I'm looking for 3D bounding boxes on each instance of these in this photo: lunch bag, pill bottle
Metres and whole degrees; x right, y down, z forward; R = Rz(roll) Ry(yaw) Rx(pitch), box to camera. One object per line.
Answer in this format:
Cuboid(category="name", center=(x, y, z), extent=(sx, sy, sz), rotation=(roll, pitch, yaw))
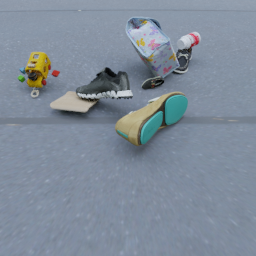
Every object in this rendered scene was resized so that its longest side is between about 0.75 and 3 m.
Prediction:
Cuboid(category="lunch bag", center=(0.895, -3.202, 10.789), extent=(1.321, 1.762, 2.078), rotation=(-38, 59, 5))
Cuboid(category="pill bottle", center=(2.610, -3.735, 12.075), extent=(1.014, 0.569, 0.569), rotation=(-30, 45, -30))

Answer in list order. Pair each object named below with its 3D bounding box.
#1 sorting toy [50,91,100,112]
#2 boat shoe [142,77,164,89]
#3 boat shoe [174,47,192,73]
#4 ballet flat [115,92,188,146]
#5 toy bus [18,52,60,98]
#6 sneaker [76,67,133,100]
Cuboid(category="sorting toy", center=(-1.719, -0.850, 9.333), extent=(1.285, 0.253, 1.388), rotation=(7, 27, 11))
Cuboid(category="boat shoe", center=(0.940, -1.669, 10.489), extent=(0.910, 0.333, 0.285), rotation=(-22, 43, -18))
Cuboid(category="boat shoe", center=(2.384, -3.052, 12.137), extent=(0.784, 0.640, 2.121), rotation=(22, 40, 9))
Cuboid(category="ballet flat", center=(0.729, -0.445, 7.973), extent=(0.944, 1.028, 2.994), rotation=(17, 28, 30))
Cuboid(category="toy bus", center=(-3.292, -2.044, 10.002), extent=(1.339, 0.733, 1.419), rotation=(-38, 64, -12))
Cuboid(category="sneaker", center=(-0.801, -1.417, 8.952), extent=(2.219, 1.004, 0.737), rotation=(4, 11, 37))
